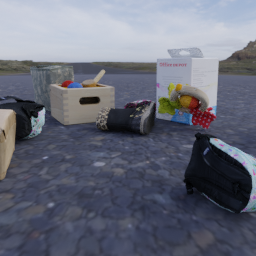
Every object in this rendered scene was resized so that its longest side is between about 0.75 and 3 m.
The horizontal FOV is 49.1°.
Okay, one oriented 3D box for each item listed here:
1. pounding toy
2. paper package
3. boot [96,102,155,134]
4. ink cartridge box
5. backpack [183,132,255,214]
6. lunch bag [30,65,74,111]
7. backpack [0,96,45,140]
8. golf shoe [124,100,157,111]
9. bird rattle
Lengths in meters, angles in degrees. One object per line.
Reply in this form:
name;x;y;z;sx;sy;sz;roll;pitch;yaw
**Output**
pounding toy;-1.798;-1.445;12.087;2.760;1.962;2.541;-7;16;-27
paper package;-3.834;0.288;6.186;2.362;1.222;2.251;1;12;-17
boot;0.023;-0.418;10.253;1.868;0.908;2.481;3;20;11
ink cartridge box;2.431;-1.794;11.530;1.808;2.888;1.856;-11;17;-38
backpack;1.714;0.797;4.784;0.902;1.189;1.425;-2;19;-28
lunch bag;-3.892;-2.039;14.093;2.629;2.156;1.546;13;24;41
backpack;-3.443;-0.287;8.892;1.596;1.211;1.913;16;13;2
golf shoe;0.653;-1.075;13.469;1.636;0.594;0.753;1;14;4
bird rattle;2.101;-0.789;9.652;2.064;1.163;1.683;28;-22;8
